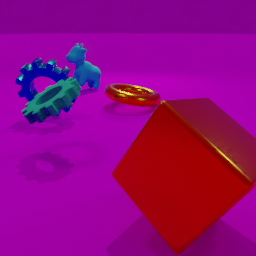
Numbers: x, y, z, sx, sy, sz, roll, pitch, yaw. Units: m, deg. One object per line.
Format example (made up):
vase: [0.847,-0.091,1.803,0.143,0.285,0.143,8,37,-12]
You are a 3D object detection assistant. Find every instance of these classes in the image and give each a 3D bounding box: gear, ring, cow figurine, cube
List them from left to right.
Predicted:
gear: [-2.121,-1.037,7.377,1.573,1.573,0.291,2,36,6]
gear: [-1.445,-0.532,5.308,1.164,0.215,1.164,-23,30,14]
cow figurine: [-1.645,-2.357,10.748,1.566,1.541,0.860,5,10,-44]
ring: [0.153,-1.057,8.877,1.818,0.364,1.818,9,18,-3]
cube: [0.771,0.459,3.291,1.174,1.174,1.174,47,32,24]
